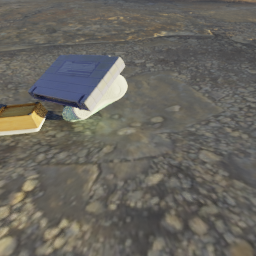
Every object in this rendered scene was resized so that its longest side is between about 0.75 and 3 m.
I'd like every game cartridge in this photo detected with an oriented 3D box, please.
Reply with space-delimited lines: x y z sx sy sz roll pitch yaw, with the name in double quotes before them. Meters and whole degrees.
"game cartridge" -1.606 -1.469 8.486 2.867 0.550 1.859 15 57 40

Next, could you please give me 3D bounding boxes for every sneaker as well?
"sneaker" -1.139 -0.987 9.079 2.310 0.850 1.362 -38 16 -33

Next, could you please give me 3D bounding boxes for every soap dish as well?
"soap dish" -3.329 -0.314 8.579 1.453 0.590 1.143 -5 30 3
